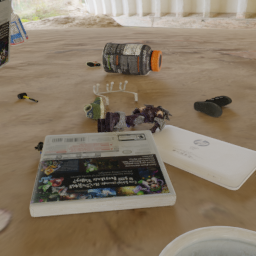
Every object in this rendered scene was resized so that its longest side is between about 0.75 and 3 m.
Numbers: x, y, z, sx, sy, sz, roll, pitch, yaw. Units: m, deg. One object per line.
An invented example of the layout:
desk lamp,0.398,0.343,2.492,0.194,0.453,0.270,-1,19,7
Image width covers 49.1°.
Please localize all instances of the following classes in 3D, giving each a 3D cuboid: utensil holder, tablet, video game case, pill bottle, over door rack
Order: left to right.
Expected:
video game case,-2.508,-1.464,4.579,0.212,1.654,1.819,22,39,0
pill bottle,-2.751,-2.432,6.680,0.471,0.840,0.471,-11,33,7
video game case,-0.485,0.706,5.189,2.267,0.265,2.061,-2,30,-7
over door rack,-0.472,-1.317,9.853,1.168,0.527,1.581,-10,25,-20
pill bottle,0.232,-3.212,13.147,2.664,1.415,1.415,8,25,16
tablet,1.466,0.480,6.117,2.529,0.173,1.645,20,30,38
utensil holder,0.713,1.623,1.897,1.186,1.396,1.186,0,23,0

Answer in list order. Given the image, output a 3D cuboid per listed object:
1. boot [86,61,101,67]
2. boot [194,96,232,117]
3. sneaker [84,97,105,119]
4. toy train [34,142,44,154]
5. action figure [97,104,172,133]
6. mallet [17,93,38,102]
boot,-1.930,-3.478,15.185,0.816,0.295,0.589,-1,21,-23
boot,2.794,-0.695,8.631,1.216,0.399,1.002,-12,27,-36
sneaker,-1.029,-0.621,8.313,0.578,0.432,1.287,0,26,-12
toy train,-1.451,0.370,6.237,1.215,0.278,0.207,-11,34,-26
action figure,0.236,-0.207,6.994,1.968,0.683,1.281,-12,9,-30
mallet,-3.450,-1.014,9.615,0.932,0.192,0.307,24,33,37
